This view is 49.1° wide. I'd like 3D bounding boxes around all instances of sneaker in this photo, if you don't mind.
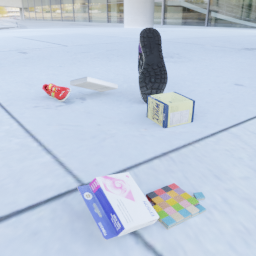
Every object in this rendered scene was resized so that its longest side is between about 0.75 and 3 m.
[{"bbox_3d":[0.849,-2.217,10.607,1.065,2.813,1.231,2,-10,-6],"label":"sneaker"},{"bbox_3d":[-2.678,-1.362,10.285,1.463,0.563,0.621,11,-20,41],"label":"sneaker"}]

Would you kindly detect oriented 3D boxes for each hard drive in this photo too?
[{"bbox_3d":[-1.277,-1.642,10.652,1.015,0.205,1.539,-3,-5,42],"label":"hard drive"}]

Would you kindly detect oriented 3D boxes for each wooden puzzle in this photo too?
[{"bbox_3d":[0.759,1.350,4.965,1.447,0.102,0.858,-14,28,-29],"label":"wooden puzzle"}]

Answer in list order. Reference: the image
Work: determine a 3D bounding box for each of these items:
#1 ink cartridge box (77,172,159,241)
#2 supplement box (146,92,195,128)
[{"bbox_3d":[-0.148,1.169,4.422,1.003,0.217,0.984,-1,42,-42],"label":"ink cartridge box"},{"bbox_3d":[1.289,-0.583,8.601,1.063,0.714,1.064,-12,26,-25],"label":"supplement box"}]
